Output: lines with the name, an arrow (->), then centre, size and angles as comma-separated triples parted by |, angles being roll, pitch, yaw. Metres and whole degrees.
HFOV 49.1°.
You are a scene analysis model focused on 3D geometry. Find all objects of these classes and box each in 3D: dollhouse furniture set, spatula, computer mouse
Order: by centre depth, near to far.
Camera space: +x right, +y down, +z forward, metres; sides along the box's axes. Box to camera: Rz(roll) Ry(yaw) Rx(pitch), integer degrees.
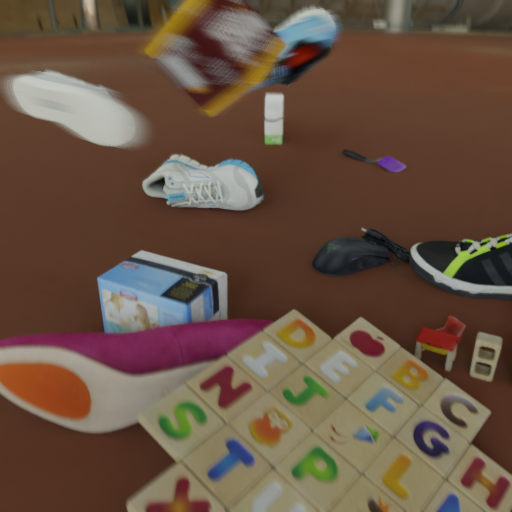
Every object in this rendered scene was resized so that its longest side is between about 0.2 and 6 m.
dollhouse furniture set -> 2.752, 0.961, 6.454 | 1.607, 0.654, 0.865 | 14, 30, 26
computer mouse -> 1.584, -0.115, 8.810 | 1.594, 0.420, 1.104 | -15, 32, -27
spatula -> 2.713, -2.287, 13.306 | 0.487, 0.177, 1.725 | -30, 38, -34

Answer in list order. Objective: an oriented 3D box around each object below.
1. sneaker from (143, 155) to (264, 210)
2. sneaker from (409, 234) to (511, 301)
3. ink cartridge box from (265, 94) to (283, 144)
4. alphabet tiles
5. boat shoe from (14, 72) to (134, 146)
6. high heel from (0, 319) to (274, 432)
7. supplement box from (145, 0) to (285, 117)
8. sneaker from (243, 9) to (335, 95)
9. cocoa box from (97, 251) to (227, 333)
sneaker -> -1.075, -1.228, 10.602 | 2.652, 0.994, 1.149 | 10, 34, 37
sneaker -> 3.683, -0.054, 7.804 | 2.948, 1.221, 1.057 | 11, 29, 21
ink cartridge box -> 0.476, -3.633, 14.867 | 0.482, 1.147, 0.834 | 1, 27, 3
alphabet tiles -> 0.683, 1.690, 4.822 | 2.692, 0.102, 3.235 | 36, 42, 26
boat shoe -> -2.539, -2.220, 8.203 | 2.174, 0.783, 0.745 | 18, 44, 27
high heel -> -1.179, 1.074, 5.944 | 3.044, 1.026, 1.463 | 11, 29, -1
supplement box -> -0.471, -2.338, 6.332 | 1.051, 1.065, 0.707 | -14, 39, 57
sneaker -> 0.261, -3.245, 9.322 | 2.227, 0.873, 1.002 | -22, 44, 24
cocoa box -> -1.130, 0.606, 6.879 | 1.331, 0.887, 0.873 | 14, 30, 25
